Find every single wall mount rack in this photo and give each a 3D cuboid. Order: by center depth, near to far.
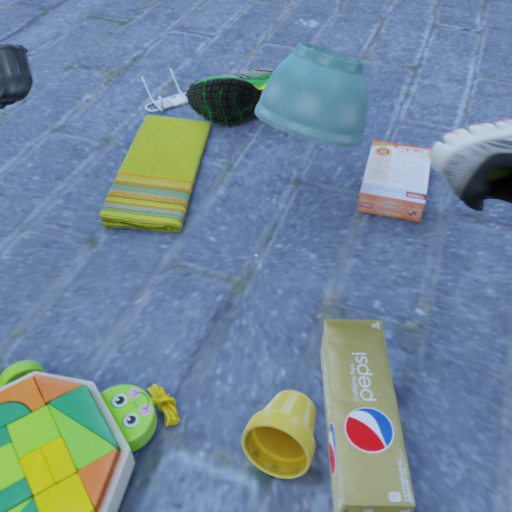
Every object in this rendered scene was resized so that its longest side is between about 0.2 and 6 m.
[{"bbox_3d":[-2.057,-3.794,12.913,1.269,0.473,1.103,-23,50,-22],"label":"wall mount rack"}]

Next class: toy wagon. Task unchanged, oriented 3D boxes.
[{"bbox_3d":[-2.610,2.441,6.703,3.539,0.700,2.746,-26,52,-23],"label":"toy wagon"}]

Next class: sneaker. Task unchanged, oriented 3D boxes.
[{"bbox_3d":[3.623,-1.196,7.073,2.577,0.950,1.127,-12,57,6],"label":"sneaker"},{"bbox_3d":[-0.242,-3.609,12.487,2.742,1.070,1.168,-8,38,-21],"label":"sneaker"}]

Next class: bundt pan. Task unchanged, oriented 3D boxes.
[{"bbox_3d":[-3.861,-2.326,7.752,1.676,0.629,1.676,-20,14,5],"label":"bundt pan"}]

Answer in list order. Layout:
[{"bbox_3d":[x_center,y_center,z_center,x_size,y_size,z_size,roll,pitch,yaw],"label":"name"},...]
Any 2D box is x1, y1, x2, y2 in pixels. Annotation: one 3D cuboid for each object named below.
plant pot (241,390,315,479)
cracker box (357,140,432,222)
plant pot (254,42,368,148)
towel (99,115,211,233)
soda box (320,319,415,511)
[{"bbox_3d":[0.364,2.142,6.955,0.873,0.873,0.821,16,34,15],"label":"plant pot"},{"bbox_3d":[2.637,-1.450,10.614,1.167,0.503,1.742,12,46,12],"label":"cracker box"},{"bbox_3d":[1.040,-2.733,9.233,1.900,1.273,1.900,13,27,-7],"label":"plant pot"},{"bbox_3d":[-1.875,-1.713,11.068,1.477,0.310,3.432,8,45,1],"label":"towel"},{"bbox_3d":[1.304,2.010,7.015,0.804,0.850,2.510,0,46,0],"label":"soda box"}]
